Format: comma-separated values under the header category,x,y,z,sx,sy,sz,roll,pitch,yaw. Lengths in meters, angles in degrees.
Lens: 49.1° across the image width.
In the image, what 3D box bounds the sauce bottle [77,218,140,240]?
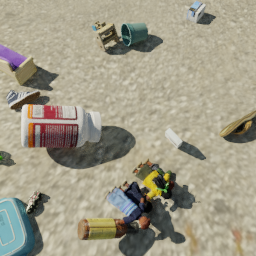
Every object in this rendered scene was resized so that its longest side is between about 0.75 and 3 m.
category,x,y,z,sx,sy,sz,roll,pitch,yaw
sauce bottle,-0.560,3.125,8.659,1.962,0.647,0.647,13,54,-29

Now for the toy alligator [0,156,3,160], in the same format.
category,x,y,z,sx,sy,sz,roll,pitch,yaw
toy alligator,-5.765,0.870,10.578,2.187,0.649,0.593,3,59,2

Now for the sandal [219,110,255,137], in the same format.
category,x,y,z,sx,sy,sz,roll,pitch,yaw
sandal,4.593,-0.113,11.196,2.090,0.839,0.564,-27,84,-20

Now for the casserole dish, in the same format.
category,x,y,z,sx,sy,sz,roll,pitch,yaw
casserole dish,-4.006,3.307,9.229,1.406,0.450,2.321,-25,61,-15

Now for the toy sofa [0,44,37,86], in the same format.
category,x,y,z,sx,sy,sz,roll,pitch,yaw
toy sofa,-5.640,-3.247,12.676,2.799,1.366,1.159,29,63,17

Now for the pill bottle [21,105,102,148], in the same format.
category,x,y,z,sx,sy,sz,roll,pitch,yaw
pill bottle,-2.460,-0.047,10.411,2.766,1.563,1.563,1,57,-18

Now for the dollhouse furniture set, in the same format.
category,x,y,z,sx,sy,sz,roll,pitch,yaw
dollhouse furniture set,-1.298,-4.565,13.854,0.988,0.983,1.402,-39,42,-20

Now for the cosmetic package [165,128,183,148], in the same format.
category,x,y,z,sx,sy,sz,roll,pitch,yaw
cosmetic package,1.728,0.401,10.639,0.239,0.924,0.697,-40,76,-3

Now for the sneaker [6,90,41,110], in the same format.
category,x,y,z,sx,sy,sz,roll,pitch,yaw
sneaker,-4.546,-1.416,12.063,1.412,0.495,0.766,-30,65,-14

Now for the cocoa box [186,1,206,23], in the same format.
category,x,y,z,sx,sy,sz,roll,pitch,yaw
cocoa box,3.613,-6.159,14.867,0.605,0.615,0.922,30,63,17

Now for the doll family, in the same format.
category,x,y,z,sx,sy,sz,roll,pitch,yaw
doll family,0.571,2.205,9.428,1.679,1.140,2.904,41,64,18

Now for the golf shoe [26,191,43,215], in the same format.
category,x,y,z,sx,sy,sz,roll,pitch,yaw
golf shoe,-3.320,2.603,9.774,0.373,0.327,0.848,8,53,26

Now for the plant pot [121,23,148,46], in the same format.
category,x,y,z,sx,sy,sz,roll,pitch,yaw
plant pot,0.349,-4.692,13.784,1.066,1.088,1.088,-19,60,-20
